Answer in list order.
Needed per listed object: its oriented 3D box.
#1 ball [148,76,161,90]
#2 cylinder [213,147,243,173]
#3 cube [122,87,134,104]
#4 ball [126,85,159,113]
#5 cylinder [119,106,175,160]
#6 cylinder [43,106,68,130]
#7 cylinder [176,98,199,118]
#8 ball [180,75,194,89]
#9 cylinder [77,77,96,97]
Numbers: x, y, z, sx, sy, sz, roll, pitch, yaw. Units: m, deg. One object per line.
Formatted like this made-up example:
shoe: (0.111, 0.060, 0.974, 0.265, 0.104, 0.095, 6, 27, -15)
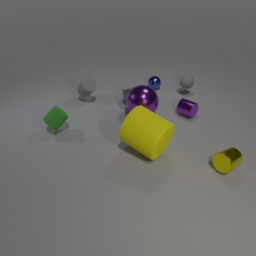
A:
ball: (1.378, -2.354, 14.557, 0.700, 0.700, 0.700, 0, 33, 0)
cylinder: (3.268, 1.046, 9.193, 0.700, 0.700, 0.700, -18, 36, -37)
cube: (0.239, -1.489, 13.042, 0.700, 0.700, 0.700, -18, 20, -26)
ball: (0.619, -1.138, 12.019, 1.400, 1.400, 1.400, 0, 33, 0)
cylinder: (0.659, 0.156, 9.654, 1.400, 1.400, 1.400, 32, 43, 22)
cylinder: (-2.818, -0.394, 10.946, 0.700, 0.700, 0.700, -46, 41, 4)
cylinder: (2.597, -0.866, 12.226, 0.700, 0.700, 0.700, 27, 42, 35)
ball: (2.911, -2.278, 13.824, 0.700, 0.700, 0.700, 0, 33, 0)
cylinder: (-1.925, -1.889, 13.028, 0.700, 0.700, 0.700, -26, -2, -34)
